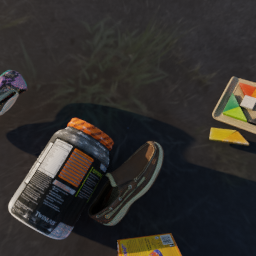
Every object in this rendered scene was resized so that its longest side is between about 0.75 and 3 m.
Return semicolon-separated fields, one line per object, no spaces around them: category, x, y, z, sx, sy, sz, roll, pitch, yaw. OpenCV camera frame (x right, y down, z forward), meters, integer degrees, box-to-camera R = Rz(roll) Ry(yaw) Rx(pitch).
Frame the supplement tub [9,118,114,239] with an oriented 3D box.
supplement tub;-1.544;1.190;6.981;1.626;1.626;2.654;28;74;8

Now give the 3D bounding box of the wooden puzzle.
wooden puzzle;3.417;-0.637;7.896;1.731;0.300;2.567;18;74;25

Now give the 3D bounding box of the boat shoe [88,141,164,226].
boat shoe;-0.087;1.335;6.848;2.477;0.916;0.915;-57;39;4

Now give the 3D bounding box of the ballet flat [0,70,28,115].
ballet flat;-3.903;-0.614;7.767;2.493;0.862;0.887;-39;80;-11

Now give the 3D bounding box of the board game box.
board game box;0.509;3.348;6.162;1.323;1.324;1.323;-4;105;-7
